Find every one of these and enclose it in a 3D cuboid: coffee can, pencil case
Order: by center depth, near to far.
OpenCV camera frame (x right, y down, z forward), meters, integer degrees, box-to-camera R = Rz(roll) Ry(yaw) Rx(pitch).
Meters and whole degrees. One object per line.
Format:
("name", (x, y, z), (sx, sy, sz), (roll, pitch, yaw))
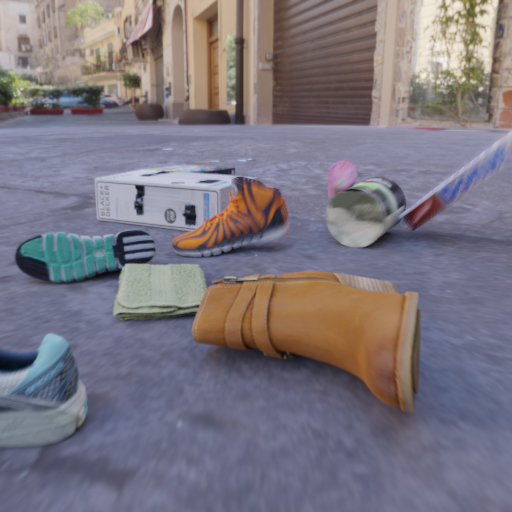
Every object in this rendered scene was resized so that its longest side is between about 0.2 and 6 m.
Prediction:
("coffee can", (2.116, -0.854, 10.643), (1.101, 1.101, 1.505), (9, 19, 27))
("pencil case", (1.780, -1.479, 11.550), (0.607, 0.607, 1.388), (3, -10, 9))

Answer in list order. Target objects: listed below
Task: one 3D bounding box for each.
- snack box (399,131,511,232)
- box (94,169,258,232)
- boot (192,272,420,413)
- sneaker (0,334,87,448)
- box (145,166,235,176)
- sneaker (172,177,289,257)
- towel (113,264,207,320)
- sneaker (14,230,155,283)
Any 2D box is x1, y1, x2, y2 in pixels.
("snack box", (4.087, -1.654, 9.664), (1.271, 0.430, 3.536), (-33, -7, -45))
("box", (-1.732, -1.249, 12.251), (3.140, 0.944, 1.832), (8, 18, 26))
("boot", (0.417, 0.661, 5.498), (2.134, 1.054, 2.749), (2, 15, 4))
("sneaker", (-2.469, 1.043, 4.511), (2.075, 0.896, 0.805), (-5, 17, -16))
("box", (-1.916, -2.314, 16.397), (1.773, 0.489, 2.596), (7, 14, 19))
("sneaker", (-0.512, -0.740, 9.745), (2.096, 1.174, 0.813), (-15, 24, -10))
("towel", (-1.265, 0.439, 7.630), (1.263, 0.311, 1.703), (-2, 16, -9))
("sneaker", (-2.584, 0.059, 8.669), (2.045, 0.761, 0.895), (-3, -9, -9))
